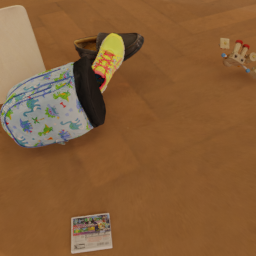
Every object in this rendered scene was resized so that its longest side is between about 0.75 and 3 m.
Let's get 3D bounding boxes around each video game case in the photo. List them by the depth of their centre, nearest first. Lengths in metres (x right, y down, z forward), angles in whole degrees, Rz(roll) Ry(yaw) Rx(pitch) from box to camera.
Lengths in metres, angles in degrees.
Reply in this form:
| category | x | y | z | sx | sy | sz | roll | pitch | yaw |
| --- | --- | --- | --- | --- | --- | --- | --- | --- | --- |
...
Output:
| category | x | y | z | sx | sy | sz | roll | pitch | yaw |
| --- | --- | --- | --- | --- | --- | --- | --- | --- | --- |
| video game case | -0.760 | 2.158 | 5.785 | 0.812 | 0.093 | 0.740 | -6 | 46 | -5 |

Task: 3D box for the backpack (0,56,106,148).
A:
| category | x | y | z | sx | sy | sz | roll | pitch | yaw |
| --- | --- | --- | --- | --- | --- | --- | --- | --- | --- |
| backpack | -1.987 | -0.514 | 7.200 | 2.447 | 1.996 | 1.881 | -4 | 43 | 10 |

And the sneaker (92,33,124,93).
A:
| category | x | y | z | sx | sy | sz | roll | pitch | yaw |
| --- | --- | --- | --- | --- | --- | --- | --- | --- | --- |
| sneaker | -0.669 | -1.773 | 8.109 | 0.770 | 1.971 | 0.890 | 23 | 17 | -1 |

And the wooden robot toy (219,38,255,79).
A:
| category | x | y | z | sx | sy | sz | roll | pitch | yaw |
| --- | --- | --- | --- | --- | --- | --- | --- | --- | --- |
| wooden robot toy | 3.628 | -2.354 | 9.445 | 1.902 | 0.863 | 0.838 | 28 | 82 | -13 |

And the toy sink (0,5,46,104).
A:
| category | x | y | z | sx | sy | sz | roll | pitch | yaw |
| --- | --- | --- | --- | --- | --- | --- | --- | --- | --- |
| toy sink | -3.560 | -2.276 | 8.328 | 1.628 | 2.497 | 1.399 | -23 | 38 | -17 |

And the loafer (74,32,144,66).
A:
| category | x | y | z | sx | sy | sz | roll | pitch | yaw |
| --- | --- | --- | --- | --- | --- | --- | --- | --- | --- |
| loafer | -0.691 | -2.604 | 8.919 | 2.555 | 0.924 | 0.930 | -5 | 57 | 35 |
